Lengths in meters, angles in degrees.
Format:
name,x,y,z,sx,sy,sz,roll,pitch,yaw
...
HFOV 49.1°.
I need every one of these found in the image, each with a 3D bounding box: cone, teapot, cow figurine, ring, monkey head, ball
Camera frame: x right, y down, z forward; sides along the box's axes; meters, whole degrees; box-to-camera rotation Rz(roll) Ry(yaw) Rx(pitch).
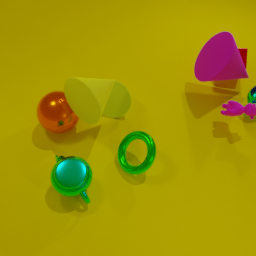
name,x,y,z,sx,sy,sz,roll,pitch,yaw
cone,-0.773,-1.023,7.605,1.347,1.347,1.352,33,51,24
teapot,-1.446,1.227,7.123,1.036,0.815,1.666,-31,68,-21
cow figurine,3.265,-0.518,8.178,0.865,0.879,0.482,13,83,-5
ring,0.220,0.655,7.525,1.202,0.240,1.202,-12,69,32
monkey head,4.166,-0.930,8.824,0.808,0.965,1.341,22,96,18
cone,-0.361,-1.121,9.165,1.221,1.221,1.226,11,26,9
cone,3.321,-1.948,9.019,1.661,1.655,1.655,21,47,-24
ball,-2.027,-0.461,8.208,1.255,1.255,1.255,0,51,0

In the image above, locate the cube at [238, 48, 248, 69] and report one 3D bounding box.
name,x,y,z,sx,sy,sz,roll,pitch,yaw
cube,3.682,-2.349,9.713,0.703,0.703,0.703,2,7,10
